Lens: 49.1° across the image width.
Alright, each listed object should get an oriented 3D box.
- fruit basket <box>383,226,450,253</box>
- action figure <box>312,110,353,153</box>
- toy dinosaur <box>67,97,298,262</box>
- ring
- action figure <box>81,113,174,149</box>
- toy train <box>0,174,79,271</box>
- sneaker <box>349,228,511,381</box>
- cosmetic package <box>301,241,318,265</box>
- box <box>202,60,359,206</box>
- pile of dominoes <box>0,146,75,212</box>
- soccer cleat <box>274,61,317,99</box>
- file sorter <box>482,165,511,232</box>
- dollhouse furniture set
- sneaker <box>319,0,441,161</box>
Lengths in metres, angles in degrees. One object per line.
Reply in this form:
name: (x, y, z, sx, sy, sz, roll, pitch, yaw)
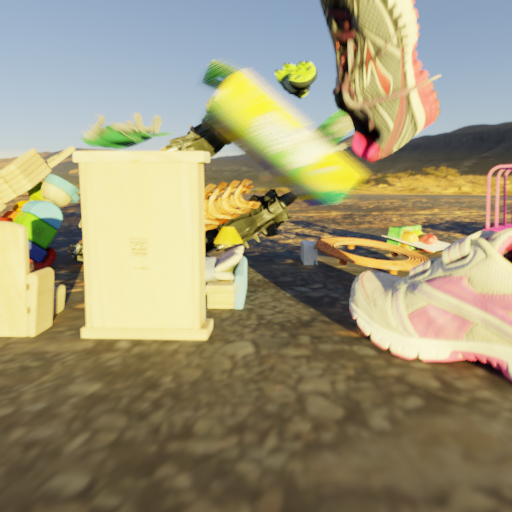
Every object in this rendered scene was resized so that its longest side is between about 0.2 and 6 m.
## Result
fruit basket: (3.342, -0.259, 11.526, 1.183, 0.555, 1.096, 27, 24, 38)
action figure: (1.647, -2.607, 12.273, 1.986, 0.543, 1.173, -42, -27, 16)
toy dinosaur: (-1.303, -0.679, 9.488, 3.619, 2.724, 5.332, -30, 35, -24)
ring: (1.965, -0.005, 9.603, 1.955, 0.188, 1.955, 6, 14, -2)
action figure: (-2.309, -2.018, 9.215, 1.809, 0.495, 1.068, 1, 4, 42)
toy train: (-4.065, -0.705, 9.763, 2.552, 1.477, 1.080, 10, -24, 51)
sneaker: (1.901, 0.316, 4.734, 1.065, 1.154, 2.617, -7, 11, -40)
cosmetic package: (0.958, -0.059, 10.151, 0.271, 0.371, 0.731, 0, 7, 2)
box: (0.166, -1.595, 7.557, 2.350, 0.568, 1.379, 40, -4, -11)
pile of dominoes: (-4.688, -1.011, 9.549, 2.953, 0.470, 2.302, -19, 27, 28)
soccer cleat: (1.074, -4.220, 13.575, 0.706, 0.847, 2.090, -38, 25, 0)
file sorter: (7.389, -1.434, 14.412, 2.070, 1.868, 2.979, 6, 10, 40)
dollhouse furniture set: (-1.435, -0.264, 6.593, 2.584, 1.786, 2.737, 1, 8, 3)
sneaker: (1.460, -2.591, 7.413, 1.205, 3.228, 1.301, -41, 40, -2)
